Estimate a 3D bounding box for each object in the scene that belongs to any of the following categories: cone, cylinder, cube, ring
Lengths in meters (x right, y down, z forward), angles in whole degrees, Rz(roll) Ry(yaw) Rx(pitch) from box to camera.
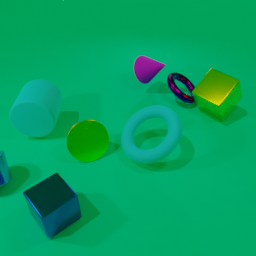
[{"bbox_3d":[-1.284,0.242,8.184,1.188,1.188,1.192,-15,16,-17],"label":"cone"},{"bbox_3d":[-2.726,-0.608,8.470,1.294,1.294,1.294,0,38,0],"label":"cylinder"},{"bbox_3d":[-1.662,1.715,6.235,0.867,0.867,0.867,-30,49,-30],"label":"cube"},{"bbox_3d":[2.890,-1.078,9.056,1.056,1.056,1.056,36,84,35],"label":"cube"},{"bbox_3d":[1.923,-1.424,9.848,1.340,0.268,1.340,23,44,-23],"label":"ring"},{"bbox_3d":[0.927,-2.125,9.831,1.030,1.026,1.026,-1,30,46],"label":"cone"},{"bbox_3d":[-3.359,1.027,6.929,0.749,0.749,0.749,-10,14,2],"label":"cylinder"},{"bbox_3d":[0.613,0.144,7.688,1.765,0.353,1.765,-16,53,22],"label":"ring"}]
